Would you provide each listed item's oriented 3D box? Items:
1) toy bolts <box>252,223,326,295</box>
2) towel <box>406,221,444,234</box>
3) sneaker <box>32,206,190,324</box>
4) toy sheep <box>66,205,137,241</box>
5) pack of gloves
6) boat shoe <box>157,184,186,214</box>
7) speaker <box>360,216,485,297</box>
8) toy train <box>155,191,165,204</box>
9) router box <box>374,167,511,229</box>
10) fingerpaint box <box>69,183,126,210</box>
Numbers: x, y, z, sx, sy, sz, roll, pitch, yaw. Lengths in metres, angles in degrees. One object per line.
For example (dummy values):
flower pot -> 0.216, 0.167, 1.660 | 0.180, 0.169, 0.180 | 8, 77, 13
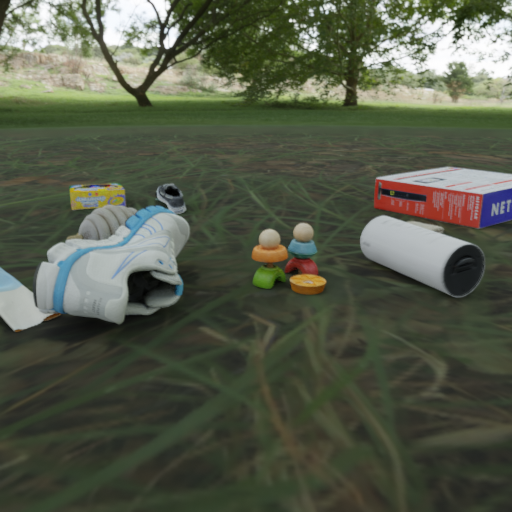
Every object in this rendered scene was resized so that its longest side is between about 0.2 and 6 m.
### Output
toy bolts -> 0.658, -0.013, 8.771 | 1.181, 0.857, 1.236 | 11, 19, 30
towel -> 3.250, -0.514, 11.633 | 1.210, 0.209, 0.802 | -11, 20, -40
sneaker -> -1.552, 0.218, 7.999 | 1.412, 1.221, 3.258 | 18, 24, 14
toy sheep -> -2.528, -0.366, 9.740 | 1.118, 1.118, 1.621 | 15, 25, 40
pack of gloves -> -3.839, 0.413, 7.232 | 2.002, 0.395, 1.682 | 28, 28, 26
boat shoe -> -2.178, -1.587, 14.211 | 0.551, 0.521, 1.536 | -12, 31, -16
speaker -> 2.591, -0.047, 8.954 | 0.838, 0.838, 2.064 | -8, 18, -24
toy train -> -2.428, -1.596, 15.118 | 0.416, 0.311, 0.731 | -5, 17, -38
router box -> 5.166, -1.561, 14.074 | 3.300, 0.806, 2.962 | -13, 21, -36
fingerpaint box -> -4.190, -1.585, 14.735 | 1.349, 0.495, 1.126 | -6, 17, -18
